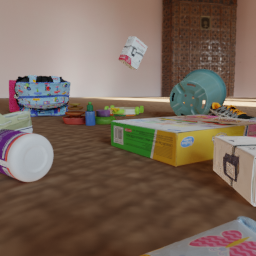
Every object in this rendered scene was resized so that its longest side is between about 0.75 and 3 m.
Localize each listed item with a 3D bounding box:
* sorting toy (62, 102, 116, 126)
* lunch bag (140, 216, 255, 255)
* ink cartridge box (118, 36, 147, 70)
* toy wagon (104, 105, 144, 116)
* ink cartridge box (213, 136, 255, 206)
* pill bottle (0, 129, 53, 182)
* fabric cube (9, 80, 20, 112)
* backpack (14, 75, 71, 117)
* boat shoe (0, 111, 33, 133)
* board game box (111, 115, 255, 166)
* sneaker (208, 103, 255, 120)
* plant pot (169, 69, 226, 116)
[{"bbox_3d":[-1.226,-0.494,9.014,1.752,0.719,1.053,-1,8,-11],"label":"sorting toy"},{"bbox_3d":[0.330,0.690,0.490,0.923,0.692,1.089,-4,13,-28],"label":"lunch bag"},{"bbox_3d":[0.210,-3.080,11.493,0.795,1.094,0.456,27,-3,-41],"label":"ink cartridge box"},{"bbox_3d":[-0.239,-0.752,12.191,1.532,0.391,1.974,2,9,19],"label":"toy wagon"},{"bbox_3d":[1.555,0.418,3.125,0.858,0.500,1.185,0,8,0],"label":"ink cartridge box"},{"bbox_3d":[-1.467,0.316,3.583,1.024,0.576,0.576,7,10,39],"label":"pill bottle"},{"bbox_3d":[-4.725,-1.558,13.829,1.586,1.561,1.591,3,8,7],"label":"fabric cube"},{"bbox_3d":[-3.439,-1.325,11.462,2.301,1.695,2.520,-3,7,-22],"label":"backpack"},{"bbox_3d":[-2.841,-0.021,5.955,0.702,0.604,1.949,3,8,21],"label":"boat shoe"},{"bbox_3d":[1.196,0.113,5.341,2.467,0.498,1.888,-5,9,-32],"label":"board game box"},{"bbox_3d":[2.954,-0.342,8.062,0.701,0.691,1.790,-2,10,-30],"label":"sneaker"},{"bbox_3d":[2.576,-1.207,10.746,1.943,1.943,1.903,4,17,30],"label":"plant pot"}]
